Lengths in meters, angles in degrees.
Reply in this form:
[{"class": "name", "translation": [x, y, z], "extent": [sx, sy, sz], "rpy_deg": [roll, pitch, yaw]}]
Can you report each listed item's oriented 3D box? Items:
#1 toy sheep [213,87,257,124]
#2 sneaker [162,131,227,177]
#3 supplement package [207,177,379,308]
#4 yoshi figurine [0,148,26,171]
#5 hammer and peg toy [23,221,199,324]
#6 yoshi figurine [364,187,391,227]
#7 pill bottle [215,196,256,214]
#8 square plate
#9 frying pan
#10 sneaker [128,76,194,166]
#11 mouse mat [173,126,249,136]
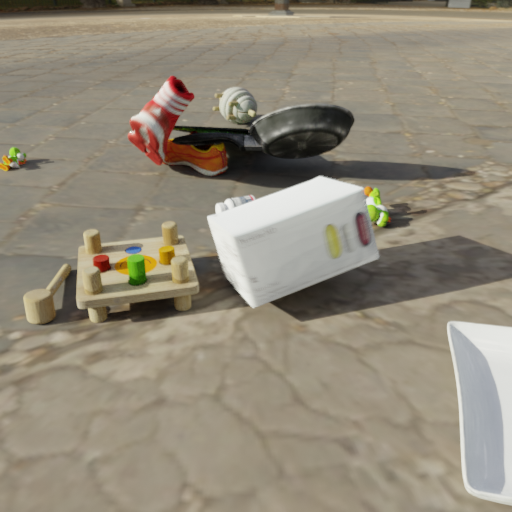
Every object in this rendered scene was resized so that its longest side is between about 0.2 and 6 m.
[{"class": "toy sheep", "translation": [-0.512, -4.121, 15.418], "extent": [1.084, 1.084, 1.572], "rpy_deg": [-18, 45, -30]}, {"class": "sneaker", "translation": [-1.517, -2.404, 12.384], "extent": [2.227, 0.859, 0.813], "rpy_deg": [15, 34, 29]}, {"class": "supplement package", "translation": [0.457, -0.263, 7.594], "extent": [1.822, 1.010, 1.419], "rpy_deg": [-21, 19, -11]}, {"class": "yoshi figurine", "translation": [-5.438, -2.188, 12.455], "extent": [0.429, 0.428, 0.764], "rpy_deg": [-1, 25, 12]}, {"class": "hammer and peg toy", "translation": [-1.988, 0.183, 7.672], "extent": [2.208, 0.779, 1.624], "rpy_deg": [-7, 29, -12]}, {"class": "yoshi figurine", "translation": [2.019, -0.869, 9.947], "extent": [0.561, 0.563, 1.002], "rpy_deg": [-17, 32, 1]}, {"class": "pill bottle", "translation": [-0.349, -0.823, 9.920], "extent": [0.684, 0.409, 0.409], "rpy_deg": [-12, 31, -21]}, {"class": "square plate", "translation": [3.238, 1.613, 5.486], "extent": [2.530, 0.363, 2.555], "rpy_deg": [6, 29, 12]}, {"class": "frying pan", "translation": [0.257, -2.446, 11.167], "extent": [3.571, 0.581, 2.160], "rpy_deg": [-3, -10, -17]}, {"class": "sneaker", "translation": [-1.809, -2.724, 11.366], "extent": [1.416, 0.960, 2.451], "rpy_deg": [-50, 12, -9]}, {"class": "mouse mat", "translation": [-0.738, -2.845, 12.969], "extent": [2.306, 0.108, 2.866], "rpy_deg": [7, 9, 20]}]
